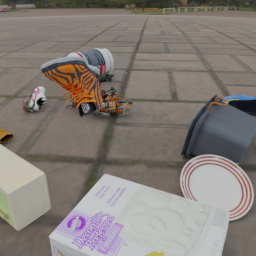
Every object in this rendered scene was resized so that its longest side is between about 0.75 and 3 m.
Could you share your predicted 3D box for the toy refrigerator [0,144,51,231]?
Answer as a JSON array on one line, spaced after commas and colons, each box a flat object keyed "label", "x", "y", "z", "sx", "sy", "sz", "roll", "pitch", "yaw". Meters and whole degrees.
[{"label": "toy refrigerator", "x": -3.359, "y": 1.258, "z": 7.164, "sx": 2.992, "sy": 1.136, "sz": 1.047, "roll": 21, "pitch": 35, "yaw": 34}]

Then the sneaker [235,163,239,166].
[{"label": "sneaker", "x": 2.712, "y": 1.316, "z": 7.713, "sx": 0.443, "sy": 0.511, "sz": 1.234, "roll": 21, "pitch": 35, "yaw": 34}]

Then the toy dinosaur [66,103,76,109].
[{"label": "toy dinosaur", "x": -2.397, "y": -1.142, "z": 12.595, "sx": 0.752, "sy": 0.395, "sz": 0.683, "roll": -13, "pitch": 8, "yaw": 1}]

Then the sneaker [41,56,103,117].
[{"label": "sneaker", "x": -1.290, "y": -1.044, "z": 7.600, "sx": 0.975, "sy": 1.408, "sz": 2.512, "roll": -14, "pitch": -3, "yaw": 22}]

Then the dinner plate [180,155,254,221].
[{"label": "dinner plate", "x": 2.247, "y": 1.503, "z": 7.186, "sx": 1.860, "sy": 0.225, "sz": 1.860, "roll": 1, "pitch": 52, "yaw": -2}]

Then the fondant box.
[{"label": "fondant box", "x": 0.305, "y": 2.215, "z": 5.634, "sx": 2.994, "sy": 0.872, "sz": 2.160, "roll": 12, "pitch": 30, "yaw": 23}]

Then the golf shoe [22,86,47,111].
[{"label": "golf shoe", "x": -3.994, "y": -1.279, "z": 12.541, "sx": 0.834, "sy": 0.658, "sz": 1.812, "roll": 6, "pitch": 37, "yaw": 2}]

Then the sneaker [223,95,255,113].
[{"label": "sneaker", "x": 5.205, "y": -1.039, "z": 11.823, "sx": 2.516, "sy": 0.829, "sz": 0.986, "roll": 4, "pitch": 28, "yaw": 8}]

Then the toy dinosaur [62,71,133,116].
[{"label": "toy dinosaur", "x": -1.260, "y": -1.309, "z": 11.896, "sx": 2.962, "sy": 1.513, "sz": 2.010, "roll": 22, "pitch": 46, "yaw": -5}]

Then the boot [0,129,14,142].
[{"label": "boot", "x": -4.720, "y": 0.340, "z": 9.592, "sx": 0.950, "sy": 0.467, "sz": 1.327, "roll": 14, "pitch": 26, "yaw": 30}]

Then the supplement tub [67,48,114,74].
[{"label": "supplement tub", "x": -2.121, "y": -3.506, "z": 15.590, "sx": 2.342, "sy": 1.643, "sz": 1.643, "roll": -24, "pitch": 36, "yaw": -37}]

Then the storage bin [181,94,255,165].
[{"label": "storage bin", "x": 3.102, "y": 0.077, "z": 8.960, "sx": 1.696, "sy": 1.838, "sz": 2.525, "roll": 25, "pitch": 36, "yaw": 22}]
